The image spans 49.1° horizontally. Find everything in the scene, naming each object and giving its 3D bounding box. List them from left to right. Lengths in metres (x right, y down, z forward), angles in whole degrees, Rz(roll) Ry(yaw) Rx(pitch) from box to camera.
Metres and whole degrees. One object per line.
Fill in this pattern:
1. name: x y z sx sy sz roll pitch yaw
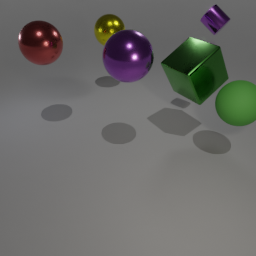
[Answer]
1. ball: -2.828 -2.756 9.120 1.400 1.400 1.400 0 33 0
2. ball: -0.812 -4.333 12.484 1.400 1.400 1.400 0 33 0
3. ball: 0.002 -1.942 7.632 1.400 1.400 1.400 0 33 0
4. cube: 2.217 -1.901 9.294 1.400 1.400 1.400 -42 43 -7
5. cylinder: 2.899 -3.592 9.314 0.700 0.700 0.700 47 45 2
6. ball: 3.393 -0.752 8.556 1.400 1.400 1.400 0 33 0
